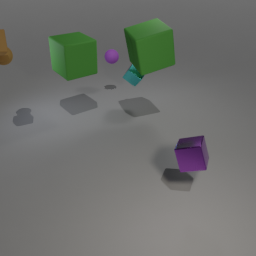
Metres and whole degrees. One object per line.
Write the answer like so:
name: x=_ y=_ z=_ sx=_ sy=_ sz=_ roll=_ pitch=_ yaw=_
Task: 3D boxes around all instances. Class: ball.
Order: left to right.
ball: x=-4.569 y=-2.646 z=10.197 sx=0.700 sy=0.700 sz=0.700 roll=0 pitch=30 yaw=0
ball: x=-0.803 y=-3.524 z=13.819 sx=0.700 sy=0.700 sz=0.700 roll=0 pitch=30 yaw=0

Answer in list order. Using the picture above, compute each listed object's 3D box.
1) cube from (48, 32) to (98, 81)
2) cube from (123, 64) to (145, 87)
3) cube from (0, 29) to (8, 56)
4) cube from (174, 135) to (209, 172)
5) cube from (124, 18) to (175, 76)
cube: x=-2.177 y=-2.903 z=11.209 sx=1.400 sy=1.400 sz=1.400 roll=-22 pitch=41 yaw=-31
cube: x=0.314 y=-2.353 z=12.103 sx=0.700 sy=0.700 sz=0.700 roll=36 pitch=62 yaw=-8
cube: x=-4.264 y=-2.678 z=8.823 sx=0.700 sy=0.700 sz=0.700 roll=-11 pitch=9 yaw=-32
cube: x=1.705 y=0.685 z=7.442 sx=0.700 sy=0.700 sz=0.700 roll=-10 pitch=18 yaw=25
cube: x=0.809 y=-3.048 z=10.477 sx=1.400 sy=1.400 sz=1.400 roll=-20 pitch=41 yaw=-7
